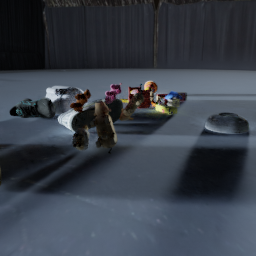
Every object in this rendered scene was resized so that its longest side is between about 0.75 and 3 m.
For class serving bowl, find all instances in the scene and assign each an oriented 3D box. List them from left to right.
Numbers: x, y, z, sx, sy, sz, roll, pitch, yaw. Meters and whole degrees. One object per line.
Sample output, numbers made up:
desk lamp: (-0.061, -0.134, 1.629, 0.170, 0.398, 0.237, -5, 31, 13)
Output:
serving bowl: (3.919, -0.266, 11.040, 1.682, 0.553, 1.682, -1, 16, 0)

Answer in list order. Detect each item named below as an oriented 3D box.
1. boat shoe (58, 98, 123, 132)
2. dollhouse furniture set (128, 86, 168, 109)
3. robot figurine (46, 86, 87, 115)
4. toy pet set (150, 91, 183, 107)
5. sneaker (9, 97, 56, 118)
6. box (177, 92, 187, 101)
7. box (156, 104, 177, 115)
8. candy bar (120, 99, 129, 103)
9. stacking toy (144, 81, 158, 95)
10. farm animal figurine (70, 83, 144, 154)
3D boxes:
boat shoe: (-1.360, -0.610, 11.350, 0.964, 1.108, 3.007, 18, 30, 37)
dollhouse furniture set: (1.390, -1.790, 15.675, 2.533, 1.030, 1.363, -7, 17, -23)
robot figurine: (-2.871, -1.254, 13.048, 2.425, 1.370, 2.057, 12, -14, 38)
toy pet set: (2.184, -1.659, 15.569, 1.588, 0.843, 1.483, -8, 17, -24)
sneaker: (-4.240, -0.755, 12.471, 2.638, 0.995, 1.046, 2, 24, 39)
box: (3.173, -1.920, 17.145, 0.805, 0.515, 0.439, -3, 16, -11)
box: (1.908, -0.951, 13.989, 0.471, 0.313, 1.251, -9, 18, -28)
candy bar: (-0.193, -1.599, 16.565, 1.817, 0.201, 0.453, 5, 20, 16)
stacking toy: (1.478, -2.618, 19.445, 0.978, 0.978, 1.338, 5, 33, 18)
farm animal figurine: (-0.598, -0.313, 8.461, 2.123, 2.099, 1.107, 3, 8, 5)
